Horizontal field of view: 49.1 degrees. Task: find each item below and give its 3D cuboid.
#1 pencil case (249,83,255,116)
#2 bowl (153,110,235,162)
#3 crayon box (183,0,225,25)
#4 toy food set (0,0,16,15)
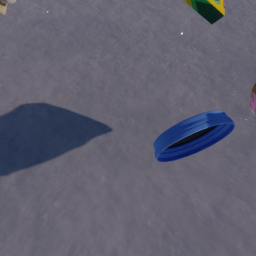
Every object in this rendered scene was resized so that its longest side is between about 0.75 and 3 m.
[{"bbox_3d":[3.041,-0.166,4.925,1.143,1.195,2.761,22,24,-3],"label":"pencil case"},{"bbox_3d":[1.165,0.172,5.098,1.524,1.524,0.299,-16,67,-14],"label":"bowl"},{"bbox_3d":[1.509,-2.926,5.736,1.064,0.359,1.233,25,59,-27],"label":"crayon box"},{"bbox_3d":[-3.096,-4.082,7.509,0.527,1.743,1.251,15,55,-33],"label":"toy food set"}]
